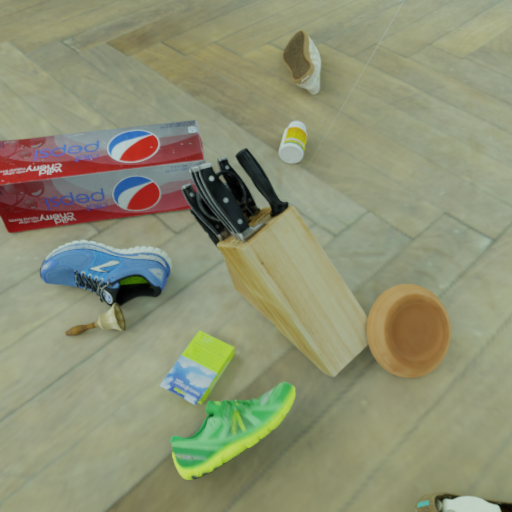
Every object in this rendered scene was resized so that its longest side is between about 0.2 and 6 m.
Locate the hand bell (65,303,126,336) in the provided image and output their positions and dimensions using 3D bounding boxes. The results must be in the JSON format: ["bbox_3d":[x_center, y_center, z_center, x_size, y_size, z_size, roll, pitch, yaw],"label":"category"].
[{"bbox_3d":[-2.968,1.274,10.194,1.042,0.542,0.542,-18,51,1],"label":"hand bell"}]

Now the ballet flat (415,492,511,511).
[{"bbox_3d":[3.364,3.683,7.831,2.165,0.783,0.734,10,50,8],"label":"ballet flat"}]

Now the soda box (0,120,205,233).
[{"bbox_3d":[-3.272,-1.725,12.038,4.372,1.386,1.530,-8,50,-6],"label":"soda box"}]

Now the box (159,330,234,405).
[{"bbox_3d":[-0.995,1.950,9.625,0.763,0.298,1.252,23,53,18],"label":"box"}]

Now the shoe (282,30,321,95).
[{"bbox_3d":[1.329,-5.422,15.734,0.924,0.706,2.644,-35,39,29],"label":"shoe"}]

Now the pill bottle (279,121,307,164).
[{"bbox_3d":[0.909,-2.753,13.454,0.587,0.587,1.041,8,50,7],"label":"pill bottle"}]

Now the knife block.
[{"bbox_3d":[0.341,-0.044,9.293,1.166,3.201,3.646,-40,61,-15],"label":"knife block"}]

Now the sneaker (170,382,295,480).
[{"bbox_3d":[-0.334,2.515,8.565,2.168,0.803,0.906,-30,78,-16],"label":"sneaker"}]

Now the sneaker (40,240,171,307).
[{"bbox_3d":[-2.868,0.381,10.545,2.441,0.959,1.088,0,47,0],"label":"sneaker"}]

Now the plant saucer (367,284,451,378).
[{"bbox_3d":[2.680,1.283,9.602,1.615,0.302,1.615,2,84,-17],"label":"plant saucer"}]
